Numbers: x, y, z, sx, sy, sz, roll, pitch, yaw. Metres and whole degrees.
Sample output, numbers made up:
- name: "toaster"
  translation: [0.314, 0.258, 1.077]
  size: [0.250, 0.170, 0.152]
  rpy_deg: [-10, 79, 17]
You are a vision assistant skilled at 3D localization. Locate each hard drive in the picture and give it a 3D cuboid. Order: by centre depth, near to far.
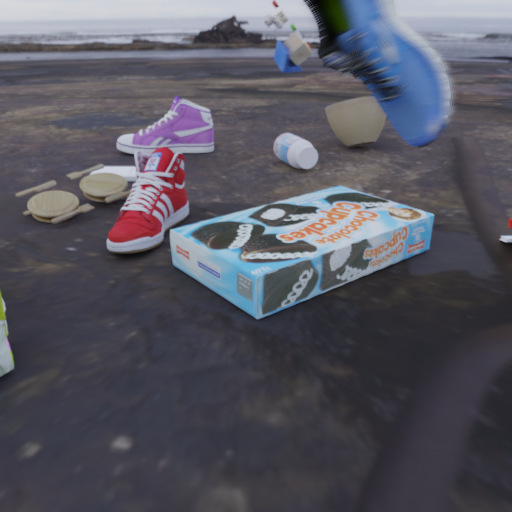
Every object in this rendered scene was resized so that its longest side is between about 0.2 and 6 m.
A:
- name: "hard drive"
  translation: [-3.070, -1.858, 12.731]
  size: [1.246, 0.166, 0.822]
  rpy_deg: [0, 24, 0]

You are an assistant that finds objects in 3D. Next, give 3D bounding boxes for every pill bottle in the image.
- name: "pill bottle"
  translation: [0.970, -2.505, 13.526]
  size: [0.698, 0.698, 1.283]
  rpy_deg: [-9, 26, -19]

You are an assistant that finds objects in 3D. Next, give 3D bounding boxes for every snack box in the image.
- name: "snack box"
  translation: [0.758, -0.244, 8.487]
  size: [3.546, 0.658, 2.060]
  rpy_deg: [-18, 30, -35]

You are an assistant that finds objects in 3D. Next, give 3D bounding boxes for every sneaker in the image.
- name: "sneaker"
  translation: [1.648, -2.955, 8.395]
  size: [1.427, 3.200, 1.257]
  rpy_deg: [-37, 5, -27]
- name: "sneaker"
  translation: [-1.809, -1.006, 9.320]
  size: [0.867, 1.369, 2.434]
  rpy_deg: [6, 25, 12]
- name: "sneaker"
  translation: [-2.420, -3.446, 14.746]
  size: [2.555, 1.457, 0.926]
  rpy_deg: [-6, 26, -9]

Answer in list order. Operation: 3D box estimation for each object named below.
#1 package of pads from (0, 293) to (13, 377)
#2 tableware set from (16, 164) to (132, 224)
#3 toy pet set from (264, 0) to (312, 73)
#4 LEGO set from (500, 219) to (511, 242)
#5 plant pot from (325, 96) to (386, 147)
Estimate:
- name: "package of pads"
  translation: [-4.808, 0.448, 6.001]
  size: [3.184, 1.406, 4.122]
  rpy_deg: [-21, 32, -39]
- name: "tableware set"
  translation: [-3.374, -1.076, 10.725]
  size: [1.337, 0.405, 2.022]
  rpy_deg: [31, 43, 30]
- name: "toy pet set"
  translation: [0.621, -4.329, 11.532]
  size: [1.301, 0.691, 1.215]
  rpy_deg: [27, 33, -54]
- name: "LEGO set"
  translation: [4.680, -0.450, 7.395]
  size: [2.506, 0.823, 3.355]
  rpy_deg: [-1, 4, 19]
- name: "plant pot"
  translation: [2.780, -3.580, 15.208]
  size: [1.662, 1.116, 1.662]
  rpy_deg: [-9, 5, 1]
